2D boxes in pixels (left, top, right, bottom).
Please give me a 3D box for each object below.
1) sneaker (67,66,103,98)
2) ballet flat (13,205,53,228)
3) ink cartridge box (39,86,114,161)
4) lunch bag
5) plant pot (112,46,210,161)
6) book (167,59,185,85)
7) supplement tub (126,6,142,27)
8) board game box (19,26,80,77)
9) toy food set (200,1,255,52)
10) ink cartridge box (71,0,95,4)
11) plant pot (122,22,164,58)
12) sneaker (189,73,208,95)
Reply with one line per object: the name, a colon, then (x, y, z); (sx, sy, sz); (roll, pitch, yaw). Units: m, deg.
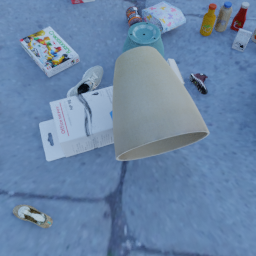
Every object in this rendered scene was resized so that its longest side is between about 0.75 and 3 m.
sneaker: (-1.248, -1.447, 9.079); (0.622, 0.756, 1.644); (43, 64, -19)
ballet flat: (-2.444, 2.187, 7.098); (1.133, 0.370, 0.399); (15, 60, 10)
ink cartridge box: (-1.339, -0.154, 8.291); (2.609, 0.870, 1.511); (-17, 59, -10)
lunch bag: (1.376, -4.179, 10.873); (1.162, 0.871, 1.370); (-32, 53, -21)
plant pot: (0.538, -0.679, 7.014); (2.305, 2.305, 2.461); (-12, 76, -8)
book: (1.158, -1.251, 8.633); (0.355, 1.478, 0.987); (2, 55, -18)
supplement tub: (0.263, -4.291, 11.110); (0.561, 0.561, 1.048); (-10, 58, -6)
board game box: (-2.893, -2.839, 10.296); (1.304, 0.357, 2.065); (-34, 64, -21)
toy food set: (4.209, -3.854, 10.436); (2.701, 1.215, 1.289); (27, 61, 16)
ink cartridge box: (-1.986, -6.050, 11.700); (1.039, 1.440, 0.603); (-12, 58, -8)
plant pot: (0.534, -2.663, 9.526); (1.580, 1.484, 1.580); (0, 57, -1)
sneaker: (2.557, -1.572, 9.506); (0.553, 0.362, 0.957); (-21, 59, -16)
